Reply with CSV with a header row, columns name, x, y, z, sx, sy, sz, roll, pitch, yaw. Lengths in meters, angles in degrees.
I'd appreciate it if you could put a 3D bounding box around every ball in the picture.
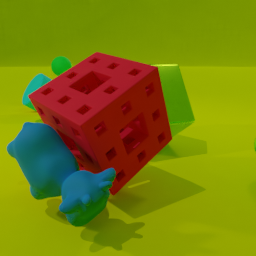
name,x,y,z,sx,sy,sz,roll,pitch,yaw
ball,-2.526,-2.334,10.640,0.765,0.765,0.765,0,14,0

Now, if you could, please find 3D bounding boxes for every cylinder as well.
name,x,y,z,sx,sy,sz,roll,pitch,yaw
cylinder,-2.564,-0.971,8.893,1.113,1.113,1.113,32,-8,-37

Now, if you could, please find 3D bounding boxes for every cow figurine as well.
name,x,y,z,sx,sy,sz,roll,pitch,yaw
cow figurine,-0.784,0.465,3.177,0.718,1.309,1.288,-34,6,-35

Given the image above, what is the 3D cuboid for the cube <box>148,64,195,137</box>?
name,x,y,z,sx,sy,sz,roll,pitch,yaw
cube,0.385,-0.456,6.066,1.350,1.350,1.350,-6,-18,-23

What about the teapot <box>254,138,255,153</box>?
name,x,y,z,sx,sy,sz,roll,pitch,yaw
teapot,2.551,0.354,4.334,2.053,1.276,1.005,-19,-22,-44

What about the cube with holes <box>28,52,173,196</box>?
name,x,y,z,sx,sy,sz,roll,pitch,yaw
cube with holes,-0.328,-0.131,3.930,1.238,1.238,1.238,-40,44,-25
